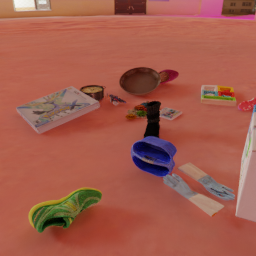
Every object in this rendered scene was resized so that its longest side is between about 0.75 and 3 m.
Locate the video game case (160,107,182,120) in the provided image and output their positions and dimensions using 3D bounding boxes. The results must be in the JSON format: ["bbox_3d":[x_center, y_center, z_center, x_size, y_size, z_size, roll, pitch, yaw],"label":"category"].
[{"bbox_3d":[1.726,-0.616,11.940,0.821,0.107,0.902,21,33,33],"label":"video game case"}]

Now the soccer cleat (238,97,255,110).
[{"bbox_3d":[5.456,-1.047,12.527,1.301,0.498,0.434,-25,63,-14],"label":"soccer cleat"}]

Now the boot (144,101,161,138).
[{"bbox_3d":[0.884,-0.252,10.116,0.573,1.139,1.524,3,28,7],"label":"boot"}]

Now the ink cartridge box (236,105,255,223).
[{"bbox_3d":[3.952,0.905,6.984,1.966,1.975,2.692,11,29,20],"label":"ink cartridge box"}]

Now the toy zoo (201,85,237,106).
[{"bbox_3d":[4.430,-1.699,13.850,1.570,0.245,2.392,7,29,13],"label":"toy zoo"}]

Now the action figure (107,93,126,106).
[{"bbox_3d":[-0.571,-1.258,12.931,0.911,0.477,0.881,24,21,-23],"label":"action figure"}]

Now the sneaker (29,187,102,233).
[{"bbox_3d":[-1.385,1.968,6.582,1.747,0.647,0.730,-17,46,-24],"label":"sneaker"}]

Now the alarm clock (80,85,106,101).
[{"bbox_3d":[-1.628,-1.721,13.550,1.151,0.568,1.706,15,34,27],"label":"alarm clock"}]

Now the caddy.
[{"bbox_3d":[0.748,0.842,8.212,1.415,1.000,0.743,17,26,30],"label":"caddy"}]

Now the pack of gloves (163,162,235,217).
[{"bbox_3d":[1.871,1.662,7.516,1.449,0.340,1.725,-13,34,-41],"label":"pack of gloves"}]

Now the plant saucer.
[{"bbox_3d":[0.622,-2.341,14.348,2.131,0.367,2.131,-5,49,6],"label":"plant saucer"}]

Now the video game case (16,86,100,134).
[{"bbox_3d":[-2.984,-0.884,11.817,2.761,0.304,2.516,-27,37,-27],"label":"video game case"}]

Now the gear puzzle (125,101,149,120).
[{"bbox_3d":[0.518,-0.773,12.077,0.986,0.249,1.904,20,34,34],"label":"gear puzzle"}]

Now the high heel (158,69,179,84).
[{"bbox_3d":[1.667,-2.659,15.140,2.218,0.748,1.066,-12,16,8],"label":"high heel"}]
